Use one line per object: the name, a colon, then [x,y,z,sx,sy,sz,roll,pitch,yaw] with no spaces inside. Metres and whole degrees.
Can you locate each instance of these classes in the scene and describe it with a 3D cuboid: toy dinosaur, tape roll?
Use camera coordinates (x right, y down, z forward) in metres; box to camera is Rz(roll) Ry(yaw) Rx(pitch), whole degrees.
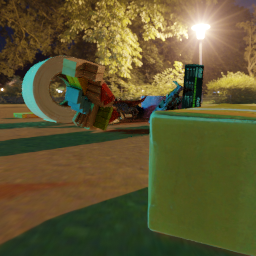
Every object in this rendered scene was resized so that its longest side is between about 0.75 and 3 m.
toy dinosaur: [-0.438,-0.818,10.827,1.624,1.790,0.940,31,-13,-4]
tape roll: [-2.673,-1.476,10.928,2.499,2.499,1.716,-4,6,-32]
tape roll: [1.934,-1.088,14.131,2.529,1.075,2.529,1,6,0]

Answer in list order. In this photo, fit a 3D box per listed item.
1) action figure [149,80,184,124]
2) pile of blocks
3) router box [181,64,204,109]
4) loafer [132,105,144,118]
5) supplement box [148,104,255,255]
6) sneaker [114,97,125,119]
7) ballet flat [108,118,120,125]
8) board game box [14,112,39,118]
action figure: [1.569,-0.800,9.523,0.968,1.790,1.850,28,-43,-14]
pile of blocks: [-0.777,-0.575,6.905,0.892,1.179,2.871,20,-18,19]
router box: [2.184,-1.074,9.483,0.626,2.014,1.509,5,8,13]
loafer: [0.445,-0.793,13.880,0.552,0.570,1.625,-12,25,-10]
supplement box: [1.066,0.206,2.767,0.881,0.852,2.562,3,7,26]
sneaker: [-0.763,-0.839,13.189,1.016,0.947,2.563,-11,2,-13]
ballet flat: [-0.585,-0.293,10.176,0.327,0.327,0.942,2,7,21]
board game box: [-4.668,-0.668,14.069,0.870,0.273,1.822,6,11,42]
